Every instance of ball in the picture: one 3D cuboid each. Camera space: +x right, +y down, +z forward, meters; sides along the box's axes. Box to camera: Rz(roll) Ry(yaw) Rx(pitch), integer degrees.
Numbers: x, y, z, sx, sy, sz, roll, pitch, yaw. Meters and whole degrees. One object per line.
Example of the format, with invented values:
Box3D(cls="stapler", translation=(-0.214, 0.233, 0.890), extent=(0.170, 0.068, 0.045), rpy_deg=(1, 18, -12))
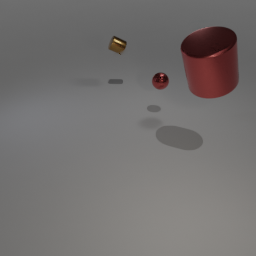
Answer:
Box3D(cls="ball", translation=(1.323, -1.911, 11.415), extent=(0.700, 0.700, 0.700), rpy_deg=(0, 30, 0))

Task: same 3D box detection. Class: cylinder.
Box3D(cls="cylinder", translation=(2.235, -1.761, 7.590), extent=(1.400, 1.400, 1.400), rpy_deg=(-13, 44, 13))
Box3D(cls="cylinder", translation=(-0.521, -4.063, 13.758), extent=(0.700, 0.700, 0.700), rpy_deg=(19, 25, -21))
